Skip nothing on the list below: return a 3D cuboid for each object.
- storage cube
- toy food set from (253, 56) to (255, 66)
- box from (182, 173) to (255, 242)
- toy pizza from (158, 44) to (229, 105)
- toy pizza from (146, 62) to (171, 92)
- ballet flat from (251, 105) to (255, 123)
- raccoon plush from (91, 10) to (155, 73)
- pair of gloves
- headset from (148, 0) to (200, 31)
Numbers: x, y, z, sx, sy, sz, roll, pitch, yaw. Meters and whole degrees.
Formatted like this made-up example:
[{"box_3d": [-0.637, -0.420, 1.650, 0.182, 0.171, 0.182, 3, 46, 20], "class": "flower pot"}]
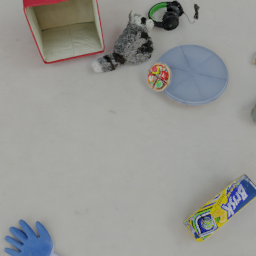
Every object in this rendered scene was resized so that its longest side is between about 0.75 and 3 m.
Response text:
[{"box_3d": [-2.493, -4.488, 10.825, 2.501, 2.926, 2.630, -14, 59, -6], "class": "storage cube"}, {"box_3d": [5.661, -2.759, 11.360, 1.015, 0.307, 0.729, 22, 67, 10], "class": "toy food set"}, {"box_3d": [2.873, 2.443, 8.606, 2.385, 0.836, 0.767, -34, 69, -14], "class": "box"}, {"box_3d": [2.469, -2.069, 10.959, 2.829, 0.448, 2.829, -1, 66, 1], "class": "toy pizza"}, {"box_3d": [1.121, -1.904, 10.471, 0.174, 1.096, 1.096, -9, 56, -51], "class": "toy pizza"}, {"box_3d": [5.686, -1.189, 10.279, 2.902, 0.924, 0.978, -40, 71, -17], "class": "ballet flat"}, {"box_3d": [-0.271, -3.610, 11.267, 2.923, 1.414, 1.958, -15, 58, -7], "class": "raccoon plush"}, {"box_3d": [-3.196, 4.115, 8.128, 2.105, 0.298, 2.618, 37, 69, 16], "class": "pair of gloves"}, {"box_3d": [1.924, -4.943, 11.989, 2.215, 1.041, 1.368, 15, 66, 19], "class": "headset"}]
